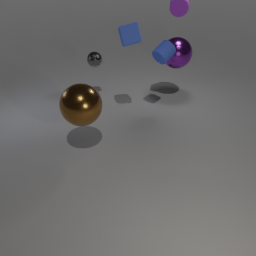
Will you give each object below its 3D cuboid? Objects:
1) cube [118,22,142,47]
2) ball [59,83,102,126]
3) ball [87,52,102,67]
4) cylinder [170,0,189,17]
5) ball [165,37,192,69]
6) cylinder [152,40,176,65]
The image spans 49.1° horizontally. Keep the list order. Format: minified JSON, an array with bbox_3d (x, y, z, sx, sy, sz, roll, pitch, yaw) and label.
[{"bbox_3d":[0.067,-3.469,10.412,0.700,0.700,0.700,-15,13,-1],"label":"cube"},{"bbox_3d":[-1.539,-0.757,9.183,1.400,1.400,1.400,0,32,0],"label":"ball"},{"bbox_3d":[-1.542,-3.166,12.927,0.700,0.700,0.700,0,32,0],"label":"ball"},{"bbox_3d":[1.951,-4.687,10.633,0.700,0.700,0.700,5,44,8],"label":"cylinder"},{"bbox_3d":[2.233,-3.436,12.831,1.400,1.400,1.400,0,32,0],"label":"ball"},{"bbox_3d":[1.442,-3.035,11.226,0.700,0.700,0.700,-47,49,-12],"label":"cylinder"}]
